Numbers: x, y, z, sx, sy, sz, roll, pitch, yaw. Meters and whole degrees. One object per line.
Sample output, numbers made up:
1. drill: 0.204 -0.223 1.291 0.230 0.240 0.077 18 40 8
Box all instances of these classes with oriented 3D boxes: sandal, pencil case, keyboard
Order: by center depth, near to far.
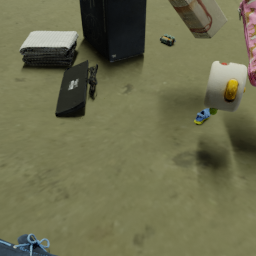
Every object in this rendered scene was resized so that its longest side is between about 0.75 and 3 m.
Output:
1. pencil case: 3.474 -2.253 7.082 1.016 1.061 2.453 14 68 -41
2. sandal: 2.342 -0.415 8.667 0.303 0.332 0.762 26 46 29
3. keyboard: -1.665 -1.389 9.804 1.465 0.558 2.815 -19 41 13

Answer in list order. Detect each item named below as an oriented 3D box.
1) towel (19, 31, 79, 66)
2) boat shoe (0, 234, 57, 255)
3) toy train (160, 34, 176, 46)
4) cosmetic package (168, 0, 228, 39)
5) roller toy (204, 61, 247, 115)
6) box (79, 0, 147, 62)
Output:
1. towel: -3.149 -3.288 11.500 2.085 0.892 1.727 1 40 3
2. boat shoe: -2.007 2.293 5.233 1.992 0.838 0.684 8 53 5
3. toy train: 1.797 -4.007 12.720 0.756 0.322 0.431 33 61 31
4. cosmetic package: 1.963 -3.556 8.199 0.783 1.794 0.927 -48 25 -1
5. roller toy: 2.390 -1.007 6.812 0.895 1.280 1.168 12 65 14
6. box: -0.697 -4.781 11.605 1.797 2.899 2.850 -19 45 -20
